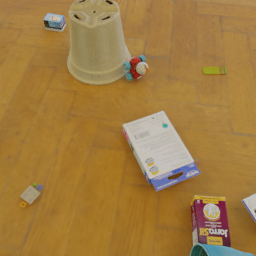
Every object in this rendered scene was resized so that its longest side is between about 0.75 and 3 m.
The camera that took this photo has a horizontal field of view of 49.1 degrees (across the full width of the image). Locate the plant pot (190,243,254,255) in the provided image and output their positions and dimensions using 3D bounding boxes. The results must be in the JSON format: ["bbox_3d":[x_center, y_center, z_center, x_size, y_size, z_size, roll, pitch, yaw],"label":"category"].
[{"bbox_3d":[2.643,3.918,7.429,1.537,1.636,1.636,2,55,-10],"label":"plant pot"}]

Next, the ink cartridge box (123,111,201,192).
[{"bbox_3d":[1.123,0.811,10.062,1.730,0.609,2.900,-19,55,-12],"label":"ink cartridge box"}]

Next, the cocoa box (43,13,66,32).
[{"bbox_3d":[-3.728,-5.368,14.264,0.907,0.595,0.605,12,57,8],"label":"cocoa box"}]

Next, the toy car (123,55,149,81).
[{"bbox_3d":[0.537,-2.467,11.911,1.004,0.964,1.090,-28,37,-23],"label":"toy car"}]

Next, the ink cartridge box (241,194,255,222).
[{"bbox_3d":[5.018,2.489,8.967,2.662,0.522,1.324,-16,57,-13],"label":"ink cartridge box"}]

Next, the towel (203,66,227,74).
[{"bbox_3d":[3.935,-2.614,12.697,1.027,0.093,0.442,-1,55,0],"label":"towel"}]

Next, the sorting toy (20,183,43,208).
[{"bbox_3d":[-3.262,2.251,9.365,0.523,0.126,0.928,27,60,22],"label":"sorting toy"}]

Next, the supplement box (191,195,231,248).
[{"bbox_3d":[2.477,2.891,8.536,0.964,0.760,1.472,3,56,2],"label":"supplement box"}]

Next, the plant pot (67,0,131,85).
[{"bbox_3d":[-1.323,-3.870,11.951,2.986,2.733,2.986,0,55,0],"label":"plant pot"}]
